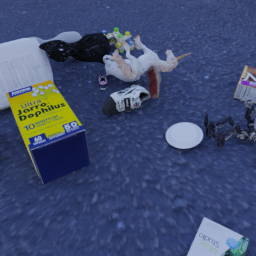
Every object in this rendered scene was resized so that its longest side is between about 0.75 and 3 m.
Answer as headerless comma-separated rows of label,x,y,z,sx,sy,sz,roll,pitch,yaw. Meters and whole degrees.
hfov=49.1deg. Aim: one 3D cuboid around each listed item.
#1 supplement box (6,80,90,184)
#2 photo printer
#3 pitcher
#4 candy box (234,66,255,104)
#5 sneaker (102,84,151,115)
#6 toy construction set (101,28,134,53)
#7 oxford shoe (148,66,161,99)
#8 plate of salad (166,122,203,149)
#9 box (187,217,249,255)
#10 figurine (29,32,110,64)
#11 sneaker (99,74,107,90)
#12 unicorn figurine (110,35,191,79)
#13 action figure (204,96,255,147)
supplement box,-2.453,0.005,8.521,1.515,1.524,2.784,-22,47,-22
photo printer,-4.136,-2.006,10.232,2.629,2.187,0.913,-26,22,-25
pitcher,-0.251,-2.455,11.344,1.461,1.253,0.886,12,73,13
candy box,5.538,-1.452,10.643,2.593,0.732,1.513,21,47,19
sneaker,-0.011,-0.978,10.057,1.959,0.726,0.867,-32,42,-27
toy construction set,-1.023,-4.010,13.171,2.398,1.105,1.572,-17,46,-33
oxford shoe,1.061,-1.655,10.315,0.496,0.467,1.326,16,62,-37
plate of salad,1.840,0.264,9.167,1.196,0.287,1.196,-8,43,7
box,1.971,2.936,6.355,1.125,0.283,1.558,22,49,22
figurine,-2.664,-3.276,11.337,2.829,1.218,2.761,20,26,39
sneaker,-1.016,-1.988,11.431,0.353,0.412,1.005,-8,44,-8
unicorn figurine,0.707,-2.693,10.888,2.745,1.014,1.885,-37,85,-17
action figure,3.854,-0.146,8.896,2.559,1.306,1.521,-7,33,-5
